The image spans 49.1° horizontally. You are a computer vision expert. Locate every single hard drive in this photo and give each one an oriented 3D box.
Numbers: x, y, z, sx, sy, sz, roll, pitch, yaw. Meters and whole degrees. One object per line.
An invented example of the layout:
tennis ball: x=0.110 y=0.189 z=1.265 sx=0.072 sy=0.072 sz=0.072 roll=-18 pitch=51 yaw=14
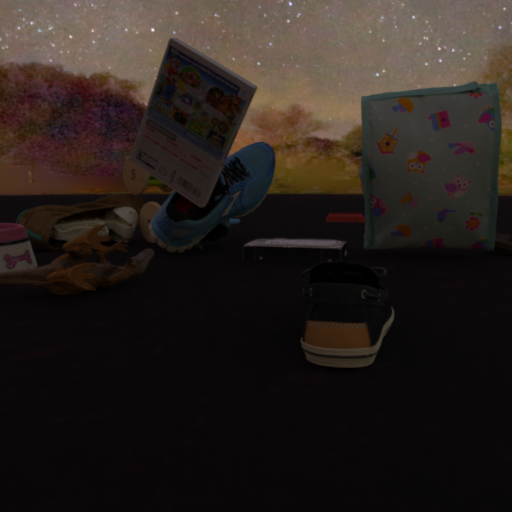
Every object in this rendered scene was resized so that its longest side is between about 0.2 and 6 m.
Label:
hard drive: x=0.645 y=-0.088 z=8.936 sx=1.532 sy=0.290 sz=1.070 roll=1 pitch=8 yaw=15

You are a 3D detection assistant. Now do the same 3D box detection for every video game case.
video game case: x=-1.014 y=-1.960 z=8.458 sx=1.485 sy=2.074 sz=0.187 roll=34 pitch=31 yaw=11

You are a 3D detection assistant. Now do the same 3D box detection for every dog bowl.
dog bowl: x=-3.863 y=-0.073 z=7.481 sx=1.756 sy=0.647 sz=1.756 roll=1 pitch=8 yaw=0

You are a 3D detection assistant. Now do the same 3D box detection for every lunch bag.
lunch bag: x=2.698 y=-1.428 z=8.873 sx=2.115 sy=2.483 sz=1.514 roll=-1 pitch=24 yaw=14

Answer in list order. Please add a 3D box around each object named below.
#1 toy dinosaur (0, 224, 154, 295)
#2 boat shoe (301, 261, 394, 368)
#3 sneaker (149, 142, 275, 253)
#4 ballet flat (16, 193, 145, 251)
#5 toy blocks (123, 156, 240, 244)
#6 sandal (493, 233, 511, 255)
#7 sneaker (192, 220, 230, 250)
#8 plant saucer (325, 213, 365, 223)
toy dinosaur: x=-2.140 y=0.218 z=6.107 sx=2.403 sy=0.726 sz=1.276 roll=-1 pitch=-19 yaw=-35
boat shoe: x=0.747 y=0.339 z=4.598 sx=0.752 sy=0.627 sz=2.015 roll=0 pitch=6 yaw=13
sneaker: x=-0.565 y=-1.131 z=9.588 sx=2.739 sy=1.074 sz=1.232 roll=-43 pitch=-4 yaw=-27
ballet flat: x=-3.011 y=-0.585 z=10.610 sx=1.049 sy=0.984 sz=2.900 roll=26 pitch=22 yaw=32
toy blocks: x=-1.468 y=-1.260 z=11.868 sx=2.309 sy=1.924 sz=0.838 roll=-9 pitch=-17 yaw=-46
sandal: x=4.856 y=-0.284 z=9.051 sx=0.941 sy=0.629 sz=2.303 roll=-7 pitch=11 yaw=-44
sneaker: x=-0.828 y=-0.574 z=10.676 sx=0.941 sy=0.781 sz=1.970 roll=23 pitch=35 yaw=23
plant saucer: x=2.725 y=-1.167 z=17.031 sx=1.217 sy=0.224 sz=1.219 roll=1 pitch=7 yaw=7
